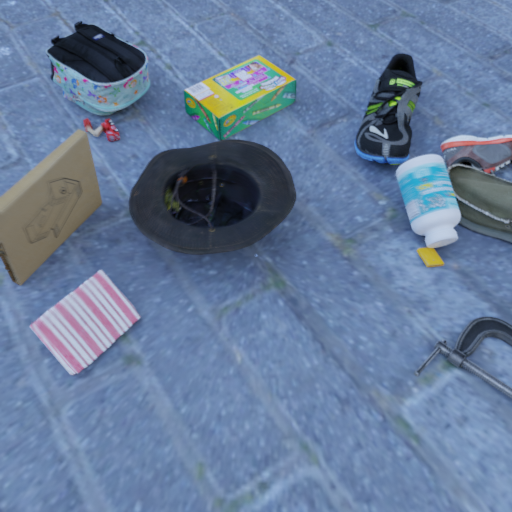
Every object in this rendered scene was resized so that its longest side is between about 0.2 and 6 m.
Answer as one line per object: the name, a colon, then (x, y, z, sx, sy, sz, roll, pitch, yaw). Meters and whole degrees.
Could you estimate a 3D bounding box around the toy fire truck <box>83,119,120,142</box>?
toy fire truck: (-3.388, -2.758, 12.265, 0.592, 0.205, 0.839, -22, 52, -19)

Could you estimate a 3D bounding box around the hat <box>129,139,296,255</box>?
hat: (-0.746, -0.810, 10.104, 2.905, 1.172, 2.905, -1, 51, 1)

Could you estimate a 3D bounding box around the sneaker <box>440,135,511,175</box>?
sneaker: (4.792, -1.955, 11.463, 2.044, 0.788, 0.837, -1, 79, -1)

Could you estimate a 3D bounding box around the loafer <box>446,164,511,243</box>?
loafer: (4.855, -0.900, 10.171, 3.342, 1.164, 1.257, 31, 58, 22)

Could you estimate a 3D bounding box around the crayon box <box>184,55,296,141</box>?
crayon box: (-0.343, -3.612, 12.668, 2.231, 0.650, 1.325, -33, 58, -23)

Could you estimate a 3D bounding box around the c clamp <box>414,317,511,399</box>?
c clamp: (3.791, 1.800, 8.633, 2.161, 0.293, 1.846, 29, 52, 23)

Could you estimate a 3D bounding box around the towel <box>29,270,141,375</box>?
towel: (-2.674, 1.038, 8.879, 1.442, 0.216, 1.055, -43, 106, -30)

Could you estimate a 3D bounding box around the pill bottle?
pill bottle: (3.174, -0.973, 10.210, 0.876, 0.876, 1.581, -10, 75, -8)

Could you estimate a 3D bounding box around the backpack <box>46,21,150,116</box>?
backpack: (-3.403, -4.068, 12.480, 1.987, 1.496, 1.764, 28, 55, 18)

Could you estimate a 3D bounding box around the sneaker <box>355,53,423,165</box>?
sneaker: (2.820, -3.143, 11.844, 1.158, 1.353, 3.266, 11, 52, 10)

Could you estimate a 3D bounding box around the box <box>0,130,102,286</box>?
box: (-3.570, -0.820, 9.654, 0.243, 1.867, 2.284, 27, 56, 12)

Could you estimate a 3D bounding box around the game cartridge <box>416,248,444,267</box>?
game cartridge: (3.133, 0.022, 10.101, 0.371, 0.068, 0.421, -4, 48, -23)
